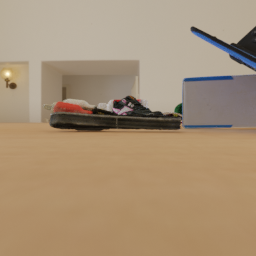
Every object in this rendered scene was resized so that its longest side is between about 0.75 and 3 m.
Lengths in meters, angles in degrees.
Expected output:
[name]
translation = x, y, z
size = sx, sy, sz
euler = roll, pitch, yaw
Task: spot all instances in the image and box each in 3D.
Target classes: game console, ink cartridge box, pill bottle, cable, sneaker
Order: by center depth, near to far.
[game console]
translation = 3.060, -1.425, 4.744
size = 2.958, 2.525, 1.750
euler = 47, -1, 37
[cable]
translation = -0.349, -0.256, 4.799
size = 2.410, 0.607, 1.171
euler = -1, -1, 22
[sneaker]
translation = 0.107, -0.445, 7.559
size = 0.826, 0.888, 2.056
euler = -3, 3, -40
[ink cartridge box]
translation = 2.631, -0.754, 7.726
size = 2.168, 1.252, 2.969
euler = -1, 7, 13
[pill bottle]
translation = -0.147, -0.472, 8.884
size = 1.547, 0.868, 0.868
euler = 0, 1, 8

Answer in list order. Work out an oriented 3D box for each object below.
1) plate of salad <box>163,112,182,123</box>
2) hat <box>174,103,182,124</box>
[plate of salad]
translation = 1.277, -0.231, 9.456
size = 1.240, 0.298, 1.240
euler = -1, -21, 0
[hat]
translation = 2.586, -0.170, 11.700
size = 1.394, 1.481, 1.682
euler = 4, 39, 10
